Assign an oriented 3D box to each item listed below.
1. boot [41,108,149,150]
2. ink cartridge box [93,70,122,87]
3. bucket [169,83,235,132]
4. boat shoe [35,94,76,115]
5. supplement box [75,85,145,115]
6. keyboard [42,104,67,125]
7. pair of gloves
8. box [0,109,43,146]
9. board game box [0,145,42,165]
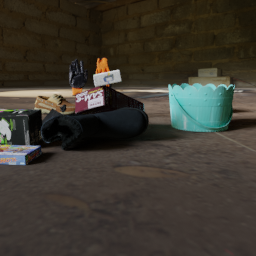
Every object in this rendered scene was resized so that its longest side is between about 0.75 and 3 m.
[{"bbox_3d":[-0.943,0.005,8.522,2.740,1.046,2.302,-3,6,19],"label":"boot"},{"bbox_3d":[-0.667,-1.627,9.122,0.865,0.378,0.628,-10,15,-2],"label":"ink cartridge box"},{"bbox_3d":[2.975,-0.907,11.522,2.724,1.772,2.724,-1,11,0],"label":"bucket"},{"bbox_3d":[-3.956,-1.301,15.331,2.995,1.106,1.133,5,12,24],"label":"boat shoe"},{"bbox_3d":[-0.593,-0.744,10.457,1.377,0.770,2.530,-12,-17,33],"label":"supplement box"},{"bbox_3d":[-2.657,-0.267,10.237,0.307,1.438,2.395,42,-9,-27],"label":"keyboard"},{"bbox_3d":[-1.752,-2.375,13.083,1.974,1.758,0.244,-5,-2,-6],"label":"pair of gloves"},{"bbox_3d":[-3.621,-0.003,8.621,1.653,1.027,1.228,1,14,1],"label":"box"},{"bbox_3d":[-3.115,0.675,7.232,1.437,0.248,0.973,1,11,6],"label":"board game box"}]
